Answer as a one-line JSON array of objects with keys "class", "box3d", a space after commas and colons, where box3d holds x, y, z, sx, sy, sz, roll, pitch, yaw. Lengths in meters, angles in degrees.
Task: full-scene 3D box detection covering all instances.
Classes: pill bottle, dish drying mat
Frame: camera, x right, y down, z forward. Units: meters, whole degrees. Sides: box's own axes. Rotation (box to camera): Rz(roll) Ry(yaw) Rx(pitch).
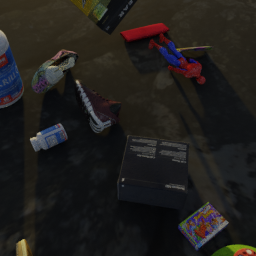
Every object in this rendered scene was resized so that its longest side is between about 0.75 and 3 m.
[{"class": "pill bottle", "box3d": [-2.202, 0.281, 7.769, 0.920, 0.517, 0.517, -25, 53, -21]}, {"class": "pill bottle", "box3d": [-4.196, -2.012, 8.302, 1.525, 2.718, 1.525, 0, 50, 0]}, {"class": "dish drying mat", "box3d": [0.711, -4.019, 11.770, 1.965, 0.179, 0.755, -20, 51, -15]}]

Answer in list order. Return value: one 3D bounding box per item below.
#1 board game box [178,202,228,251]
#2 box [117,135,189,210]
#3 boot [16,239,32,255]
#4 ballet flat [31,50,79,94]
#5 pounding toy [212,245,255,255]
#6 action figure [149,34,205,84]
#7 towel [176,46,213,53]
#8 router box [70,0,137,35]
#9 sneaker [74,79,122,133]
[{"class": "board game box", "box3d": [1.687, 2.194, 6.298, 0.934, 0.209, 0.628, -29, 55, -23]}, {"class": "box", "box3d": [0.643, 1.059, 6.872, 1.592, 0.829, 1.450, 8, 48, 7]}, {"class": "boot", "box3d": [-2.415, 3.048, 5.324, 1.242, 0.579, 1.606, -13, 51, -10]}, {"class": "ballet flat", "box3d": [-2.397, -2.012, 9.568, 0.801, 0.778, 2.250, 1, 42, 29]}, {"class": "pounding toy", "box3d": [2.197, 3.085, 4.934, 1.804, 1.085, 2.337, 23, 52, 19]}, {"class": "action figure", "box3d": [1.830, -2.406, 10.068, 0.832, 0.657, 2.543, -32, 61, -18]}, {"class": "towel", "box3d": [2.450, -2.966, 10.594, 1.297, 0.148, 0.932, -6, 16, -6]}, {"class": "router box", "box3d": [-0.588, -4.823, 8.957, 2.186, 2.780, 0.726, 44, 16, 8]}, {"class": "sneaker", "box3d": [-0.864, -0.787, 8.653, 1.163, 0.762, 2.013, -18, 61, -21]}]
